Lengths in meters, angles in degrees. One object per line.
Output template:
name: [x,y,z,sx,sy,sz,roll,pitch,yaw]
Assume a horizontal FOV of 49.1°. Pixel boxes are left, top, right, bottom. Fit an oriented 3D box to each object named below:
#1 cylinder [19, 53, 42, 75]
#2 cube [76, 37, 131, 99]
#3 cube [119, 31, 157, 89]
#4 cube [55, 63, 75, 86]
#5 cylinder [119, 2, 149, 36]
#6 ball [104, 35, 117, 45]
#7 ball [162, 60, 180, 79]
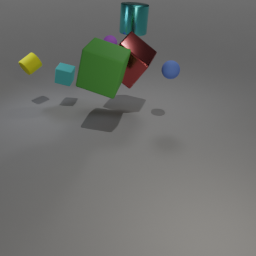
cylinder: [-4.219,-2.775,12.123,0.700,0.700,0.700,27,64,38]
cube: [-0.843,-2.106,9.771,1.400,1.400,1.400,19,34,0]
cube: [0.096,-2.778,11.460,1.400,1.400,1.400,37,42,-8]
cube: [-2.786,-2.367,12.385,0.700,0.700,0.700,14,36,-2]
cylinder: [0.298,-5.449,13.972,1.400,1.400,1.400,3,30,-2]
ball: [-0.887,-4.232,13.891,0.700,0.700,0.700,0,30,0]
ball: [1.634,-2.224,10.708,0.700,0.700,0.700,0,30,0]
